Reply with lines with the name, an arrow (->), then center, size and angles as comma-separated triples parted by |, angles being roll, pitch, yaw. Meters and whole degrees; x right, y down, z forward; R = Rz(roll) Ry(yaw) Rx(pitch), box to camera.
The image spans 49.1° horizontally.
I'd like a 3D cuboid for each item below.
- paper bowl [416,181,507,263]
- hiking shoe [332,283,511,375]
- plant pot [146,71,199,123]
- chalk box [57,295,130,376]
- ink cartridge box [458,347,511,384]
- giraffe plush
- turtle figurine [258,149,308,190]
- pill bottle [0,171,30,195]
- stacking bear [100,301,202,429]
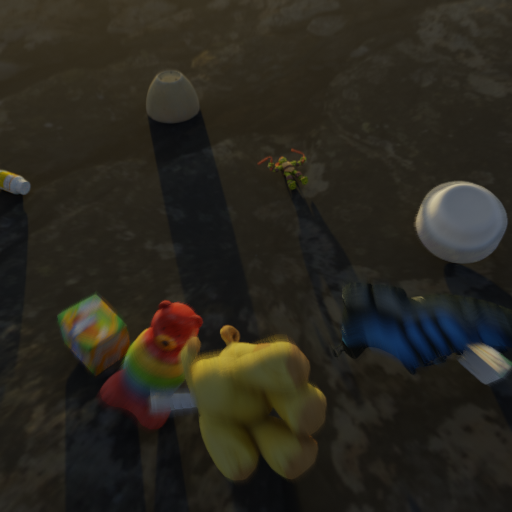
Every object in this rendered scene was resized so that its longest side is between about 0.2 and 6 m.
paper bowl -> 3.975, -0.737, 10.803 | 1.619, 0.842, 1.619 | -2, 61, 5
hiking shoe -> 2.753, 1.217, 8.657 | 2.976, 1.290, 1.107 | 8, 1, 24
plant pot -> -2.171, -4.157, 14.290 | 1.378, 0.925, 1.378 | 0, 46, 0
chalk box -> -2.731, 1.212, 9.216 | 1.191, 0.738, 0.743 | 36, 52, 28
ink cartridge box -> 3.627, 1.693, 8.856 | 0.736, 0.322, 0.535 | -1, 36, -46
giraffe plush -> -0.093, 1.823, 7.767 | 2.208, 1.905, 1.791 | 11, 8, 11
turtle figurine -> 0.682, -1.892, 12.492 | 1.170, 0.377, 0.944 | -14, 55, -22
pill bottle -> -5.292, -1.571, 12.160 | 0.717, 0.404, 0.404 | 19, 49, 18
stacking bear -> -1.386, 1.448, 8.154 | 1.073, 1.766, 1.004 | 30, 28, 3
